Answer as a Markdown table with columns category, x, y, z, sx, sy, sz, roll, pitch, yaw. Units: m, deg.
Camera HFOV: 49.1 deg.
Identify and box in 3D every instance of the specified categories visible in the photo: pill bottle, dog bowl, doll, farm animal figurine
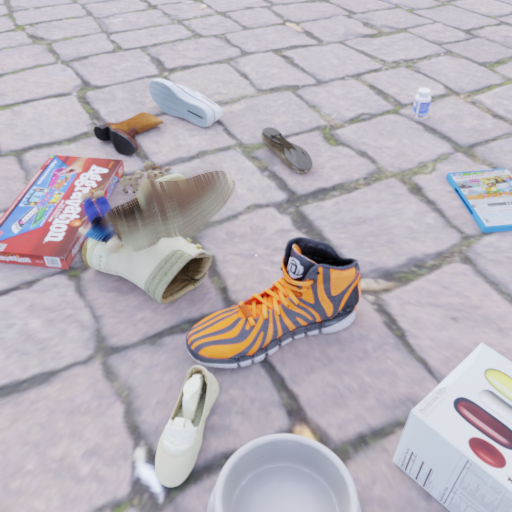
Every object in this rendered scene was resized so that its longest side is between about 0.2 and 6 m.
| category | x | y | z | sx | sy | sz | roll | pitch | yaw |
| --- | --- | --- | --- | --- | --- | --- | --- | --- | --- |
| pill bottle | 4.495 | -4.133 | 15.193 | 0.431 | 0.769 | 0.431 | 0 | 41 | 0 |
| dog bowl | 0.363 | 3.155 | 7.024 | 2.012 | 0.590 | 2.012 | 0 | 40 | 0 |
| doll | -2.734 | -0.562 | 9.950 | 0.850 | 0.302 | 1.246 | -16 | 67 | -33 |
| farm animal figurine | -2.420 | -1.821 | 12.632 | 1.130 | 0.596 | 1.142 | 21 | 43 | 26 |

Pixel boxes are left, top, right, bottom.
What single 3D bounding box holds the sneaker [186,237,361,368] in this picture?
| category | x | y | z | sx | sy | sz | roll | pitch | yaw |
| --- | --- | --- | --- | --- | --- | --- | --- | --- | --- |
| sneaker | 0.291 | 0.618 | 9.034 | 3.094 | 1.733 | 1.200 | -18 | 44 | -20 |

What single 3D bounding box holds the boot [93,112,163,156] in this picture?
| category | x | y | z | sx | sy | sz | roll | pitch | yaw |
| --- | --- | --- | --- | --- | --- | --- | --- | --- | --- |
| boot | -3.070 | -3.174 | 14.450 | 1.553 | 0.565 | 1.650 | 24 | 39 | 35 |

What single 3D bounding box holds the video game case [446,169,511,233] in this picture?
| category | x | y | z | sx | sy | sz | roll | pitch | yaw |
| --- | --- | --- | --- | --- | --- | --- | --- | --- | --- |
| video game case | 5.283 | -1.259 | 12.365 | 1.480 | 0.184 | 2.068 | -5 | 42 | -5 |

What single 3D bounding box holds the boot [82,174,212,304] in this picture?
| category | x | y | z | sx | sy | sz | roll | pitch | yaw |
| --- | --- | --- | --- | --- | --- | --- | --- | --- | --- |
| boot | -1.630 | -0.381 | 10.750 | 2.137 | 0.996 | 2.763 | 24 | 52 | 26 |

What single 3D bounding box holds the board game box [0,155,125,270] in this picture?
| category | x | y | z | sx | sy | sz | roll | pitch | yaw |
| --- | --- | --- | --- | --- | --- | --- | --- | --- | --- |
| board game box | -4.253 | -1.078 | 12.044 | 1.821 | 0.344 | 3.538 | 6 | 42 | 5 |

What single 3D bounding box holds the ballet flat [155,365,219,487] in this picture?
| category | x | y | z | sx | sy | sz | roll | pitch | yaw |
| --- | --- | --- | --- | --- | --- | --- | --- | --- | --- |
| ballet flat | -1.010 | 2.324 | 7.963 | 0.628 | 0.628 | 1.809 | 8 | 42 | 9 |

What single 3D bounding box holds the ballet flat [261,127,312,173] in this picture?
| category | x | y | z | sx | sy | sz | roll | pitch | yaw |
| --- | --- | --- | --- | --- | --- | --- | --- | --- | --- |
| ballet flat | 0.721 | -2.522 | 13.694 | 0.633 | 0.435 | 1.878 | -22 | 51 | -28 |

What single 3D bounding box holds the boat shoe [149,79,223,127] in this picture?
| category | x | y | z | sx | sy | sz | roll | pitch | yaw |
| --- | --- | --- | --- | --- | --- | --- | --- | --- | --- |
| boat shoe | -1.917 | -4.188 | 15.355 | 2.294 | 0.844 | 0.766 | 37 | 43 | 19 |

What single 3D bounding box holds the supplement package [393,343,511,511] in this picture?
| category | x | y | z | sx | sy | sz | roll | pitch | yaw |
| --- | --- | --- | --- | --- | --- | --- | --- | --- | --- |
| supplement package | 3.089 | 2.449 | 7.265 | 1.699 | 1.307 | 1.777 | -32 | 52 | -31 |

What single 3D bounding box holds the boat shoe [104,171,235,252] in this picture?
| category | x | y | z | sx | sy | sz | roll | pitch | yaw |
| --- | --- | --- | --- | --- | --- | --- | --- | --- | --- |
| boat shoe | -1.488 | -0.798 | 8.846 | 2.468 | 0.913 | 0.911 | -24 | 37 | 32 |
